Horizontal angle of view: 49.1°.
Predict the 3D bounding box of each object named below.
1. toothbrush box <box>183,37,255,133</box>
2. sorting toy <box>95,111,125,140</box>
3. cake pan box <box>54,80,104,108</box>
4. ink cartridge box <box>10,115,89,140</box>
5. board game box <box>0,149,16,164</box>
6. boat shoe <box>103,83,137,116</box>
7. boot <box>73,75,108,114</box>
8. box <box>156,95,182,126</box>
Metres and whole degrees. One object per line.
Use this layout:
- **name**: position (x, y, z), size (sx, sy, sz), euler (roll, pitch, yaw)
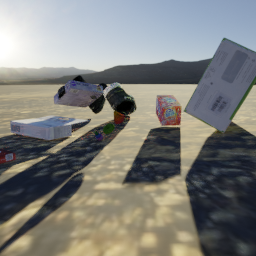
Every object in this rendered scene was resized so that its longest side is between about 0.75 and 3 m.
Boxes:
- **toothbrush box**: position (2.696, -1.177, 7.663), size (1.164, 1.969, 2.704), euler (31, 19, 13)
- **sorting toy**: position (-0.427, -0.087, 6.022), size (0.790, 0.272, 0.274), euler (-44, 44, -12)
- **cake pan box**: position (-1.331, -0.872, 7.418), size (1.044, 0.273, 0.961), euler (3, -25, -38)
- **ink cartridge box**: position (-1.863, -0.032, 6.733), size (1.424, 0.318, 1.255), euler (8, 12, 35)
- **board game box**: position (-2.673, 0.439, 4.704), size (1.497, 0.146, 0.770), euler (7, 12, 33)
- **boat shoe**: position (-0.143, -0.707, 8.941), size (0.841, 0.671, 2.226), euler (-37, -19, 11)
- **boot**: position (-1.292, -1.375, 9.637), size (0.578, 1.271, 1.513), euler (-22, 38, 30)
- **box**: position (1.155, -0.534, 8.115), size (0.551, 0.597, 1.164), euler (-2, 21, -2)
